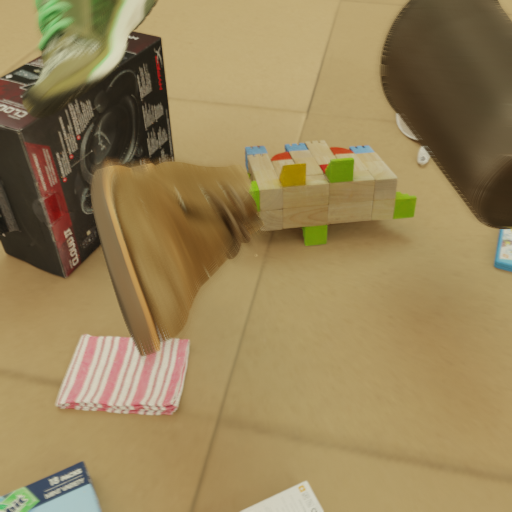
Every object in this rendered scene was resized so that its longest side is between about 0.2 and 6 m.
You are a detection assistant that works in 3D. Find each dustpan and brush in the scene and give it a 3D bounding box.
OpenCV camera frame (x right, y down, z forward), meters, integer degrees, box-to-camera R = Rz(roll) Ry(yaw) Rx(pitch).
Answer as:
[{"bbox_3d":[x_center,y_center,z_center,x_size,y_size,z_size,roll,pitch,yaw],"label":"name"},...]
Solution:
[{"bbox_3d":[3.586,-2.631,11.614,1.566,0.642,2.244,6,36,22],"label":"dustpan and brush"}]

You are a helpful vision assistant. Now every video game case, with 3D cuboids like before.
[{"bbox_3d":[4.669,-0.233,9.282,1.214,0.151,1.696,16,46,16],"label":"video game case"}]

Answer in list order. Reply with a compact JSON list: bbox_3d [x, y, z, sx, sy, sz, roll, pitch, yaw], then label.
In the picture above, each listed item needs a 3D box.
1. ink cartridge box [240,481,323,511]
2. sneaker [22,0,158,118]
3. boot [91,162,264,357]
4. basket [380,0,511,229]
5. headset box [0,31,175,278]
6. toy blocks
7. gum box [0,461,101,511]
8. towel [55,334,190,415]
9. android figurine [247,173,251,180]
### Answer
[{"bbox_3d":[0.268,3.061,5.688,1.186,0.257,1.175,-16,45,-19],"label":"ink cartridge box"},{"bbox_3d":[-2.036,-2.568,6.035,1.060,1.221,2.756,-23,39,34],"label":"sneaker"},{"bbox_3d":[-0.554,-0.306,4.735,1.250,1.220,3.313,-11,20,-1],"label":"boot"},{"bbox_3d":[2.610,-1.618,6.394,1.619,2.147,2.381,-23,50,9],"label":"basket"},{"bbox_3d":[-2.885,-1.658,8.946,1.400,2.698,3.626,20,47,19],"label":"headset box"},{"bbox_3d":[1.016,-1.342,9.764,2.953,1.476,2.019,-5,32,-6],"label":"toy blocks"},{"bbox_3d":[-2.204,3.274,5.321,1.757,0.461,2.068,-20,47,-20],"label":"gum box"},{"bbox_3d":[-1.718,1.511,7.368,1.566,0.234,1.146,2,43,3],"label":"towel"},{"bbox_3d":[-0.412,-0.894,9.485,0.222,1.082,0.985,20,-4,-38],"label":"android figurine"}]
